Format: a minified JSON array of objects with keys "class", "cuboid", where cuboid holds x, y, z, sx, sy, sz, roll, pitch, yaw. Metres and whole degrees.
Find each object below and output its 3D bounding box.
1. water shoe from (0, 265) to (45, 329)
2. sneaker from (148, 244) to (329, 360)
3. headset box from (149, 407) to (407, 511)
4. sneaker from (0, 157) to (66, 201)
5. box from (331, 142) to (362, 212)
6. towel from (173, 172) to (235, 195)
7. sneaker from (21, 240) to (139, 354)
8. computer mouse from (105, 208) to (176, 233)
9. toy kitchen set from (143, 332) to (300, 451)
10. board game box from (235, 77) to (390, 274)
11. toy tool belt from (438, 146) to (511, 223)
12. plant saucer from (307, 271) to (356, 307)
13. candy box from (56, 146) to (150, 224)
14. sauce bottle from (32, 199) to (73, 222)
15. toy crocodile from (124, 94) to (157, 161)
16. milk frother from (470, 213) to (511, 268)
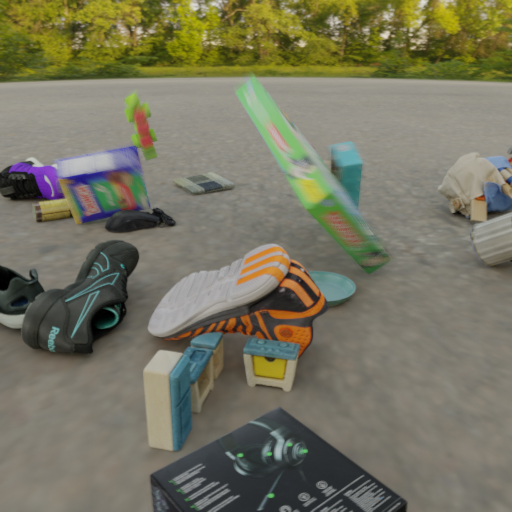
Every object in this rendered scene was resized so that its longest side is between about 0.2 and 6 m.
[{"class":"water shoe","cuboid":[-3.825,0.459,8.073,2.152,0.849,0.769,4,22,24]},{"class":"sneaker","cuboid":[-0.209,0.872,7.182,2.592,1.452,1.005,-20,36,42]},{"class":"headset box","cuboid":[0.103,2.067,4.435,1.391,0.741,1.598,-18,28,-36]},{"class":"sneaker","cuboid":[-5.534,-1.712,13.621,1.291,0.903,2.596,-25,29,-34]},{"class":"box","cuboid":[1.779,-1.382,11.267,0.422,1.717,0.707,-11,49,-4]},{"class":"towel","cuboid":[-1.394,-1.889,14.846,1.260,0.226,1.309,-16,29,-27]},{"class":"sneaker","cuboid":[-2.220,0.614,8.040,0.980,0.932,2.472,15,34,11]},{"class":"computer mouse","cuboid":[-2.524,-0.823,11.933,1.429,0.377,0.989,-13,25,-29]},{"class":"toy kitchen set","cuboid":[-0.286,1.289,6.076,1.277,0.939,1.594,6,23,13]},{"class":"board game box","cuboid":[0.934,-1.438,9.680,0.489,2.261,3.360,-38,47,14]},{"class":"toy tool belt","cuboid":[5.452,-1.454,12.555,2.417,1.509,1.485,-12,57,-20]},{"class":"plant saucer","cuboid":[1.015,0.547,8.857,1.093,0.196,1.093,0,23,0]},{"class":"candy box","cuboid":[-3.163,-1.470,11.714,1.627,1.376,0.627,-12,54,-7]},{"class":"sauce bottle","cuboid":[-4.253,-1.049,12.465,1.344,0.435,0.435,-10,24,-29]},{"class":"toy crocodile","cuboid":[-2.335,-2.612,11.438,0.490,1.452,0.448,-19,38,-13]},{"class":"milk frother","cuboid":[4.486,-0.018,9.375,1.334,1.280,1.418,-26,29,50]}]
